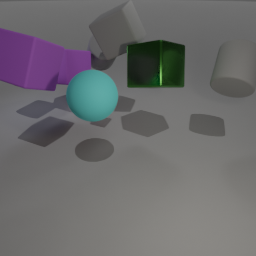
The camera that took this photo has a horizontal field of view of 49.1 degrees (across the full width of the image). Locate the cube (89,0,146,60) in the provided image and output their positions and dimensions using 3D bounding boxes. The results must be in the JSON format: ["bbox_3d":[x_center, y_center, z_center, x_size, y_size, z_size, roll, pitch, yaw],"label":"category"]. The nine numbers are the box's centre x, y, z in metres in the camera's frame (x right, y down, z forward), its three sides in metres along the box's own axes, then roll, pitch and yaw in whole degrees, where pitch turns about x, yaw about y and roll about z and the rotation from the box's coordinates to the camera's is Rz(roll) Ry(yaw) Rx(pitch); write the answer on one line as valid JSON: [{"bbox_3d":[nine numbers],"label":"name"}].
[{"bbox_3d":[-0.334,-3.589,10.298,1.400,1.400,1.400,-15,31,26],"label":"cube"}]

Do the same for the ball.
[{"bbox_3d":[-0.973,-0.874,7.641,1.400,1.400,1.400,0,28,0],"label":"ball"}]

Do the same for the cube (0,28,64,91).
[{"bbox_3d":[-2.965,-1.970,8.277,1.400,1.400,1.400,19,10,19],"label":"cube"}]

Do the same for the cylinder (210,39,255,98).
[{"bbox_3d":[3.542,-1.916,9.162,1.400,1.400,1.400,13,75,23],"label":"cylinder"}]

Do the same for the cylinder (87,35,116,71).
[{"bbox_3d":[-1.205,-3.568,13.066,1.400,1.400,1.400,-9,-6,-16],"label":"cylinder"}]

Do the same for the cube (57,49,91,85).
[{"bbox_3d":[-2.558,-2.606,12.031,1.400,1.400,1.400,10,15,36],"label":"cube"}]

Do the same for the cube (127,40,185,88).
[{"bbox_3d":[0.928,-2.039,9.270,1.400,1.400,1.400,6,10,42],"label":"cube"}]
